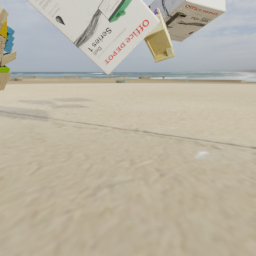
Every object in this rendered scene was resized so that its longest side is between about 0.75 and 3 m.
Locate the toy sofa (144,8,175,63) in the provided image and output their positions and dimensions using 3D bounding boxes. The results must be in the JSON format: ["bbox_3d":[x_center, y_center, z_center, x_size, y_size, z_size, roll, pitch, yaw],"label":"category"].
[{"bbox_3d":[0.901,-2.871,8.830,0.711,0.838,1.716,-16,-19,16],"label":"toy sofa"}]

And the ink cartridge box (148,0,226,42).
[{"bbox_3d":[2.008,-4.323,10.390,1.886,1.065,2.569,0,-9,-27],"label":"ink cartridge box"}]

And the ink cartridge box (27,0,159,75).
[{"bbox_3d":[-0.717,-2.691,6.327,2.408,1.759,1.015,40,19,-22],"label":"ink cartridge box"}]

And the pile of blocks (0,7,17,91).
[{"bbox_3d":[-3.041,-1.803,6.245,0.677,2.179,0.895,31,39,3],"label":"pile of blocks"}]
